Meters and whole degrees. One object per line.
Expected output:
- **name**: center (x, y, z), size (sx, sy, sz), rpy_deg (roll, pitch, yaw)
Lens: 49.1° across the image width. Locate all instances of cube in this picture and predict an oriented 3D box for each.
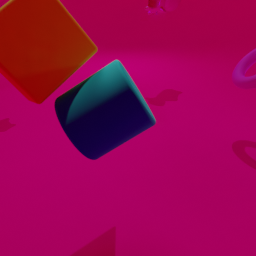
- **cube**: center (-1.065, -0.907, 3.181), size (0.895, 0.895, 0.895), rpy_deg (-47, 23, -12)

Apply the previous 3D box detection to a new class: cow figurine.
- **cow figurine**: center (1.280, -4.454, 9.860), size (0.838, 1.502, 1.527), rpy_deg (22, 1, 29)

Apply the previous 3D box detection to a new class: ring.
- **ring**: center (3.107, -1.470, 6.537), size (1.443, 0.289, 1.443), rpy_deg (-39, 23, 20)

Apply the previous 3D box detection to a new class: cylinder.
- **cylinder**: center (-0.248, -0.198, 3.219), size (0.850, 0.850, 0.850), rpy_deg (-31, 28, 8)
